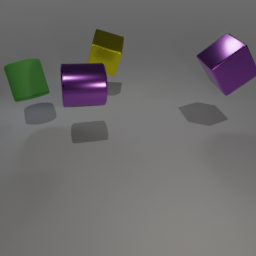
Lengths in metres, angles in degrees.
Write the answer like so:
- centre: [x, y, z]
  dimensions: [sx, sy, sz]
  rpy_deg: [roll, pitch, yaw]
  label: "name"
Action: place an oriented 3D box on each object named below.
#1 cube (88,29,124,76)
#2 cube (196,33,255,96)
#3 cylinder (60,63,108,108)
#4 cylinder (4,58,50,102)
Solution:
- centre: [-1.068, -3.562, 13.286]
  dimensions: [1.400, 1.400, 1.400]
  rpy_deg: [14, 48, -10]
  label: "cube"
- centre: [3.648, -2.341, 10.332]
  dimensions: [1.400, 1.400, 1.400]
  rpy_deg: [-35, 35, 12]
  label: "cube"
- centre: [-1.467, -1.405, 9.180]
  dimensions: [1.400, 1.400, 1.400]
  rpy_deg: [-4, 32, -13]
  label: "cylinder"
- centre: [-4.009, -1.894, 11.158]
  dimensions: [1.400, 1.400, 1.400]
  rpy_deg: [-15, 7, 2]
  label: "cylinder"
